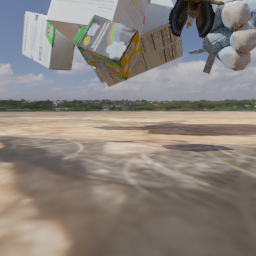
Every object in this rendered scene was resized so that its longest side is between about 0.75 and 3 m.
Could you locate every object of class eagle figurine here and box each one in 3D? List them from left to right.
[{"bbox_3d":[1.564,-2.773,6.714,1.031,1.036,1.366,-38,-8,1],"label":"eagle figurine"}]

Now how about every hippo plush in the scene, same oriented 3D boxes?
[{"bbox_3d":[3.647,-2.932,8.731,2.198,2.177,2.733,-21,-27,-14],"label":"hippo plush"}]

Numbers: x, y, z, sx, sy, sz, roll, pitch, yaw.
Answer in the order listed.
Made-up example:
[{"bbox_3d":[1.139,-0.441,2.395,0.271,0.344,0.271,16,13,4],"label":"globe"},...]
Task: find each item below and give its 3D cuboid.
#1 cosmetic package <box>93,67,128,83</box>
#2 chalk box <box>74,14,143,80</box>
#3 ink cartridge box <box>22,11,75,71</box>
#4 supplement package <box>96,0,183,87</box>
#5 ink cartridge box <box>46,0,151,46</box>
[{"bbox_3d":[-0.648,-2.530,11.356,1.164,0.959,0.960,-2,-30,16],"label":"cosmetic package"},{"bbox_3d":[-0.345,-1.231,4.209,0.941,0.585,0.583,26,-9,16],"label":"chalk box"},{"bbox_3d":[-2.350,-2.577,8.233,0.759,1.319,1.807,-8,30,-43],"label":"ink cartridge box"},{"bbox_3d":[0.064,-3.109,9.066,2.789,2.116,2.101,-22,-20,6],"label":"supplement package"},{"bbox_3d":[-0.585,-3.088,6.867,1.733,2.768,1.779,16,-2,20],"label":"ink cartridge box"}]
